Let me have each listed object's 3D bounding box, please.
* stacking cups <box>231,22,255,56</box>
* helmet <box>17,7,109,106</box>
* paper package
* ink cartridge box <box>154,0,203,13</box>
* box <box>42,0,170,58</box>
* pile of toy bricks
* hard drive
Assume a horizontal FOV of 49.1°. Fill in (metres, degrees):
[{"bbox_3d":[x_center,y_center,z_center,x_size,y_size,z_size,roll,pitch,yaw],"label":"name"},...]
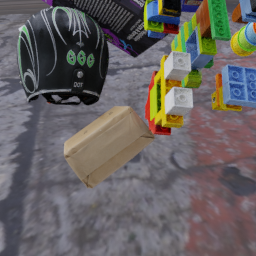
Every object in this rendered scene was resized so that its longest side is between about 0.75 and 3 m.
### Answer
[{"bbox_3d":[2.110,-1.524,4.323,0.490,0.490,1.621,0,2,0],"label":"stacking cups"},{"bbox_3d":[-1.098,-1.237,4.794,1.663,1.586,1.663,-2,-6,0],"label":"helmet"},{"bbox_3d":[-0.309,0.193,3.842,1.054,0.572,1.106,-36,10,-8],"label":"paper package"},{"bbox_3d":[1.538,-4.362,8.691,2.942,0.691,2.908,7,5,6],"label":"ink cartridge box"},{"bbox_3d":[-0.477,-2.095,4.785,2.277,0.411,1.628,29,-8,-16],"label":"box"},{"bbox_3d":[0.815,-1.097,3.491,1.408,1.253,2.538,5,73,-11],"label":"pile of toy bricks"},{"bbox_3d":[-2.014,-2.805,7.855,1.676,1.106,0.224,-33,58,1],"label":"hard drive"}]
